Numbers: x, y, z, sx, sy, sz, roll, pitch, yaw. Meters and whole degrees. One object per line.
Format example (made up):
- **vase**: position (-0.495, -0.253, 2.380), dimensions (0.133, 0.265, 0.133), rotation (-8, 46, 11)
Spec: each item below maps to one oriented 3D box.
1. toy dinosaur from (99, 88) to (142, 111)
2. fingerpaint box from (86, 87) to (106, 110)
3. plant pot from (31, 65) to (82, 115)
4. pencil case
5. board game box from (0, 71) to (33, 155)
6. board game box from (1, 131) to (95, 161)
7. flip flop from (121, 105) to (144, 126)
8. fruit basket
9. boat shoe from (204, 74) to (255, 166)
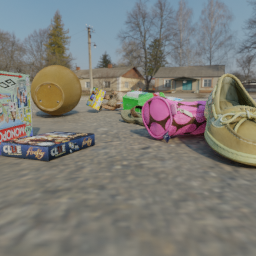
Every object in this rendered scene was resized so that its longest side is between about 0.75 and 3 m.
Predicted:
- **toy dinosaur**: position (-0.600, -1.568, 16.830), dimensions (2.883, 1.237, 1.954), rotation (-12, -8, 29)
- **fingerpaint box**: position (-1.730, -1.594, 15.049), dimensions (0.397, 1.083, 0.904), rotation (21, 3, -36)
- **plant pot**: position (-3.311, -1.573, 12.519), dimensions (2.398, 2.398, 2.573), rotation (-1, 13, -7)
- **pencil case**: position (1.605, -0.294, 6.963), dimensions (2.487, 1.129, 1.165), rotation (-6, -21, -37)
- **board game box**: position (-2.381, -0.280, 5.094), dimensions (0.323, 1.495, 2.222), rotation (-1, 8, 6)
- **board game box**: position (-1.454, 0.302, 5.359), dimensions (1.031, 0.263, 1.522), rotation (3, 8, 22)
- **flip flop**: position (0.449, -0.476, 9.863), dimensions (0.863, 0.612, 2.127), rotation (-8, 14, -24)
- **fruit basket**: position (1.030, -1.364, 13.440), dimensions (2.436, 1.142, 2.256), rotation (-22, 23, -31)
- **boat shoe**: position (2.028, -0.270, 5.202), dimensions (1.066, 0.919, 2.923), rotation (10, 24, 7)
